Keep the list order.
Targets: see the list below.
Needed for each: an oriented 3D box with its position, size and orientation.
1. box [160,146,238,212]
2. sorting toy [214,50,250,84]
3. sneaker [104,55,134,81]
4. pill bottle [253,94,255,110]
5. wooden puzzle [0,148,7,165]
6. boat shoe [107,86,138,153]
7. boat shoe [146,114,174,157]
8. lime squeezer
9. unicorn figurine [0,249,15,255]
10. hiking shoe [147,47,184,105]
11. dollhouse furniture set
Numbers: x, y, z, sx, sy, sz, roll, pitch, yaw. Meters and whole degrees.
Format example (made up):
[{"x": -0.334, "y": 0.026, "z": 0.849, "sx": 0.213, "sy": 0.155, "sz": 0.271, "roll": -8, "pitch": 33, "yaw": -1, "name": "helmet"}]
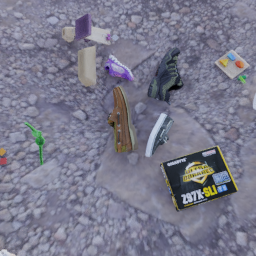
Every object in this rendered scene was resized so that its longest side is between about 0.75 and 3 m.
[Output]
[{"x": 2.465, "y": 1.767, "z": 9.902, "sx": 2.204, "sy": 0.544, "sz": 1.760, "roll": -15, "pitch": 70, "yaw": -6, "name": "box"}, {"x": 4.590, "y": -2.567, "z": 11.843, "sx": 1.146, "sy": 0.228, "sz": 1.550, "roll": -35, "pitch": 71, "yaw": -13, "name": "sorting toy"}, {"x": -0.412, "y": -2.337, "z": 11.600, "sx": 1.504, "sy": 0.605, "sz": 0.665, "roll": 42, "pitch": 80, "yaw": 20, "name": "sneaker"}, {"x": 5.968, "y": -0.920, "z": 10.627, "sx": 2.062, "sy": 1.233, "sz": 1.233, "roll": 14, "pitch": 68, "yaw": 5, "name": "pill bottle"}, {"x": -5.525, "y": 1.165, "z": 10.353, "sx": 2.022, "sy": 0.142, "sz": 1.199, "roll": -24, "pitch": 70, "yaw": -9, "name": "wooden puzzle"}, {"x": -0.339, "y": -0.379, "z": 10.549, "sx": 0.905, "sy": 0.957, "sz": 2.661, "roll": -12, "pitch": 68, "yaw": -6, "name": "boat shoe"}, {"x": 1.219, "y": 0.285, "z": 10.423, "sx": 0.664, "sy": 0.674, "sz": 1.871, "roll": 20, "pitch": 67, "yaw": 13, "name": "boat shoe"}, {"x": -3.288, "y": 0.400, "z": 9.993, "sx": 0.360, "sy": 1.908, "sz": 0.674, "roll": 7, "pitch": 39, "yaw": 17, "name": "lime squeezer"}, {"x": -4.596, "y": 4.101, "z": 8.808, "sx": 2.336, "sy": 0.863, "sz": 1.605, "roll": -40, "pitch": 93, "yaw": 2, "name": "unicorn figurine"}, {"x": 1.733, "y": -2.105, "z": 11.402, "sx": 1.231, "sy": 0.926, "sz": 2.445, "roll": 27, "pitch": 78, "yaw": 0, "name": "hiking shoe"}, {"x": -1.502, "y": -3.059, "z": 12.080, "sx": 1.917, "sy": 2.140, "sz": 2.700, "roll": 0, "pitch": 89, "yaw": -43, "name": "dollhouse furniture set"}]
